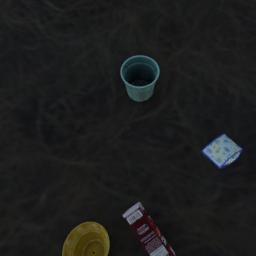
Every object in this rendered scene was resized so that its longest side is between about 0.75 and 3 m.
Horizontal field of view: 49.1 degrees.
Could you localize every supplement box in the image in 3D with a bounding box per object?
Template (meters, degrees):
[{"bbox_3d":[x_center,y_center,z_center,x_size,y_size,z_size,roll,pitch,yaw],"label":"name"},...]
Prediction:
[{"bbox_3d":[0.569,2.827,7.418,0.509,0.909,1.671,-35,78,-1],"label":"supplement box"}]

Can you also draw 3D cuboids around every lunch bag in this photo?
[{"bbox_3d":[2.722,0.722,8.190,0.895,0.570,0.761,-27,53,-24],"label":"lunch bag"}]

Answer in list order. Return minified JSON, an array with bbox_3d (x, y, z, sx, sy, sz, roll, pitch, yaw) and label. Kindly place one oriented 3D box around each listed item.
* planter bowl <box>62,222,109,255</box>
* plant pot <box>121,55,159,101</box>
[{"bbox_3d":[-1.017,3.272,7.484,1.359,0.566,1.359,-13,49,15],"label":"planter bowl"},{"bbox_3d":[0.382,-1.465,8.795,1.151,1.127,1.151,-1,67,3],"label":"plant pot"}]
